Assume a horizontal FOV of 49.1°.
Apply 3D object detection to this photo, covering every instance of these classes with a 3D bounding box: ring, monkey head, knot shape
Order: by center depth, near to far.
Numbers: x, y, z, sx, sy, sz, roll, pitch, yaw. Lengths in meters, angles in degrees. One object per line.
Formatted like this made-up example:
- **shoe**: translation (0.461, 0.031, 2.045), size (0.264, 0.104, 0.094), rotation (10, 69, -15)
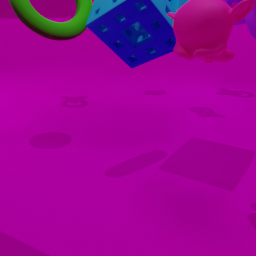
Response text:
- **monkey head**: translation (1.008, -1.201, 3.481), size (0.885, 0.742, 1.231), rotation (1, 11, -37)
- **ring**: translation (-1.340, -2.298, 4.989), size (1.523, 1.523, 0.305), rotation (-17, 0, -34)
- **knot shape**: translation (2.749, -3.001, 6.348), size (0.874, 1.771, 1.892), rotation (-26, 62, 3)

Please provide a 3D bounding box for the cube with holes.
- **cube with holes**: translation (0.257, -2.155, 5.154), size (1.283, 1.283, 1.283), rotation (-13, 54, 40)
